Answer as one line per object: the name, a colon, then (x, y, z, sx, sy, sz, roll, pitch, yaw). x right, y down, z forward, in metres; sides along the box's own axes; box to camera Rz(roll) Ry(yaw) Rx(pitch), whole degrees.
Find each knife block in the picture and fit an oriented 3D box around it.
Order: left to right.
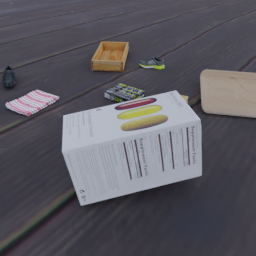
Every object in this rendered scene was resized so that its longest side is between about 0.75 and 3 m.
knife block: (1.473, -0.871, 9.245, 0.925, 0.337, 1.054, 11, 35, 17)

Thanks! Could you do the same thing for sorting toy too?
sorting toy: (3.747, -1.174, 9.666, 2.445, 0.482, 2.642, 6, 38, 9)

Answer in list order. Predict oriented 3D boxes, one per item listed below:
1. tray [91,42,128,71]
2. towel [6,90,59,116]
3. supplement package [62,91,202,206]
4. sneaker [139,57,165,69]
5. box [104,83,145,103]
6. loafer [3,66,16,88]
tray: (-0.761, -3.320, 12.840, 1.350, 0.507, 2.737, 3, 34, 4)
towel: (-3.177, -0.896, 9.392, 1.070, 0.219, 1.462, 19, 38, 25)
supplement package: (0.072, 0.354, 5.964, 2.601, 1.424, 1.479, -13, 32, -5)
sneaker: (1.034, -2.869, 12.164, 1.148, 0.465, 0.424, 8, 34, 11)
box: (-0.115, -1.181, 9.791, 1.142, 0.253, 0.915, 23, 39, 30)
loafer: (-4.597, -1.973, 10.769, 0.482, 0.498, 1.418, -10, 35, -15)
